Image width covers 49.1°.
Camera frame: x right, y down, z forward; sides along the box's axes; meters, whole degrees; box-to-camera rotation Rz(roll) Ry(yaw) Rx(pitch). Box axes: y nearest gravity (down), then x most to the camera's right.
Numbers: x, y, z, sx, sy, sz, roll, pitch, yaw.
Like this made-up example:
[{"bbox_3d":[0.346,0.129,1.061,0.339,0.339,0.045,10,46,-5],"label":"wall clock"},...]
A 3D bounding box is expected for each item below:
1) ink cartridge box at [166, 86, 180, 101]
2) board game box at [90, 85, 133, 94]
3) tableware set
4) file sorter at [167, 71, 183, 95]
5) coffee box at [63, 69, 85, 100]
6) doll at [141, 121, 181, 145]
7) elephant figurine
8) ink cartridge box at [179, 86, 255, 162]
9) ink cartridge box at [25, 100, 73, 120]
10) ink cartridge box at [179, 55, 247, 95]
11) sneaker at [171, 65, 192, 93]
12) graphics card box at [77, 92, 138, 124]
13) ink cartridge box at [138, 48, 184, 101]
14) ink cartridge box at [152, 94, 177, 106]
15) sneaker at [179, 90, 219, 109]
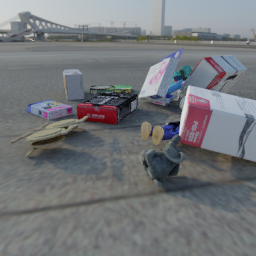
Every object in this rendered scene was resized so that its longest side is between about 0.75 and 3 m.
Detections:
[{"bbox_3d":[1.604,-1.714,13.410,1.655,0.557,0.969,6,19,13],"label":"ink cartridge box"},{"bbox_3d":[-0.894,-2.066,14.959,2.221,0.261,1.164,-1,17,-3],"label":"board game box"},{"bbox_3d":[-2.063,0.189,8.100,1.551,0.470,2.346,-9,12,9],"label":"tableware set"},{"bbox_3d":[1.922,-1.994,12.155,0.655,0.579,0.944,-24,20,29],"label":"file sorter"},{"bbox_3d":[-2.725,-2.208,13.902,0.839,1.203,2.104,-6,19,-14],"label":"coffee box"},{"bbox_3d":[1.611,0.069,8.208,2.404,0.583,1.640,-7,18,-37],"label":"doll"},{"bbox_3d":[0.897,0.669,6.120,1.120,0.869,0.792,-15,0,-16],"label":"elephant figurine"},{"bbox_3d":[2.718,-0.126,7.240,2.600,1.102,1.894,13,24,8],"label":"ink cartridge box"},{"bbox_3d":[-3.132,-0.759,10.992,1.819,0.382,1.085,15,23,40],"label":"ink cartridge box"},{"bbox_3d":[3.824,-2.180,12.494,2.555,1.843,1.070,-18,62,-41],"label":"ink cartridge box"},{"bbox_3d":[3.211,-2.524,14.474,2.323,1.403,0.971,18,26,41],"label":"sneaker"},{"bbox_3d":[-0.699,-0.839,10.774,1.546,0.627,2.465,6,21,18],"label":"graphics card box"},{"bbox_3d":[1.324,-2.252,11.847,0.477,2.204,2.164,22,-5,-16],"label":"ink cartridge box"},{"bbox_3d":[1.590,-1.242,12.123,0.566,0.221,1.194,-39,27,-17],"label":"ink cartridge box"},{"bbox_3d":[3.180,-0.850,10.949,2.138,0.807,1.230,-13,36,-28],"label":"sneaker"}]
